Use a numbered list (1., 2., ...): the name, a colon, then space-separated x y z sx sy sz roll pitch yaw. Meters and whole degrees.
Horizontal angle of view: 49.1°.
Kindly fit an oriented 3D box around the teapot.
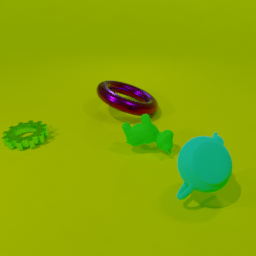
1. teapot: 1.403 0.651 5.258 1.025 0.807 1.648 38 71 -1

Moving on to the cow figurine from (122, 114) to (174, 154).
1. cow figurine: 0.505 0.226 6.693 1.134 1.116 0.623 -24 2 5

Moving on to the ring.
1. ring: -0.008 -0.935 8.540 1.978 0.396 1.978 17 23 -8

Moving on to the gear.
1. gear: -2.651 0.164 7.289 1.130 0.209 1.130 -3 30 2
